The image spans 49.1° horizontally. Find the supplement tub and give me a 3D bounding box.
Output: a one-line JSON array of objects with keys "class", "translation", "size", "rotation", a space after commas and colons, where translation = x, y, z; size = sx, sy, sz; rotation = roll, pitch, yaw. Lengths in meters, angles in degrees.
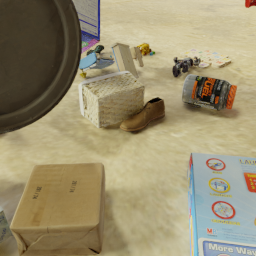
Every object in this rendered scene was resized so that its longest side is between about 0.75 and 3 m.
[{"class": "supplement tub", "translation": [2.535, -1.103, 8.771], "size": [1.538, 0.942, 0.942], "rotation": [14, 36, 22]}]

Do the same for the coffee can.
[{"class": "coffee can", "translation": [-1.967, -0.996, 4.154], "size": [2.088, 2.088, 2.853], "rotation": [-13, 6, -19]}]

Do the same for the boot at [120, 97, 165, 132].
[{"class": "boot", "translation": [0.426, -0.415, 8.042], "size": [1.674, 0.632, 0.616], "rotation": [-28, 45, -34]}]

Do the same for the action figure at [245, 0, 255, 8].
[{"class": "action figure", "translation": [3.856, -3.242, 6.233], "size": [2.478, 1.226, 0.808], "rotation": [-8, 29, -26]}]

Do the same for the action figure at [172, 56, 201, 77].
[{"class": "action figure", "translation": [2.340, -2.619, 11.354], "size": [1.131, 0.603, 1.738], "rotation": [-3, 25, 27]}]

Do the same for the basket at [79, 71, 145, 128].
[{"class": "basket", "translation": [-0.445, -0.830, 8.225], "size": [1.705, 1.155, 1.052], "rotation": [-19, 42, -26]}]

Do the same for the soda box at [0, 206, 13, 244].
[{"class": "soda box", "translation": [-3.025, 1.384, 5.250], "size": [2.115, 0.722, 0.671], "rotation": [28, 43, 35]}]

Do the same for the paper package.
[{"class": "paper package", "translation": [-1.167, 1.416, 5.129], "size": [1.485, 0.806, 1.558], "rotation": [-2, 34, -2]}]

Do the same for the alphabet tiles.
[{"class": "alphabet tiles", "translation": [3.449, -3.160, 12.567], "size": [2.100, 0.157, 2.147], "rotation": [-27, 42, -34]}]

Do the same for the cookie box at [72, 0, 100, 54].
[{"class": "cookie box", "translation": [-1.744, -3.223, 7.328], "size": [1.033, 2.750, 2.352], "rotation": [8, -13, -40]}]

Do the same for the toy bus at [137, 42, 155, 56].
[{"class": "toy bus", "translation": [0.791, -3.762, 13.167], "size": [0.894, 0.490, 0.948], "rotation": [-5, 34, -8]}]

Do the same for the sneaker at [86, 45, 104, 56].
[{"class": "sneaker", "translation": [-1.421, -3.489, 12.928], "size": [0.432, 0.411, 1.091], "rotation": [31, 51, 22]}]

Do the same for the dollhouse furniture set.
[{"class": "dollhouse furniture set", "translation": [-0.625, -2.245, 10.967], "size": [1.991, 1.299, 1.880], "rotation": [-17, -1, 32]}]

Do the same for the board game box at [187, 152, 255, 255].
[{"class": "board game box", "translation": [2.470, 1.664, 4.771], "size": [2.799, 0.782, 2.741], "rotation": [5, 34, 8]}]
